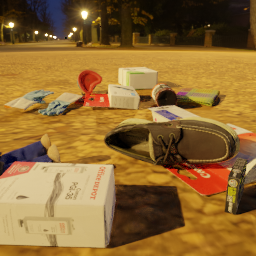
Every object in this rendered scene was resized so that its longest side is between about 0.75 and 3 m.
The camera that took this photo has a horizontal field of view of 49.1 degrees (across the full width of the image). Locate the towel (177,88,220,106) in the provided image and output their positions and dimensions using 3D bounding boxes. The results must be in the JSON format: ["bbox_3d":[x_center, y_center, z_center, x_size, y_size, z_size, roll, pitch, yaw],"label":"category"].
[{"bbox_3d":[3.055,-1.407,12.373,1.746,0.277,2.431,8,21,21],"label":"towel"}]

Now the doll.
[{"bbox_3d":[-2.653,0.793,5.330,2.518,0.610,1.718,-17,32,-26],"label":"doll"}]

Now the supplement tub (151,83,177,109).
[{"bbox_3d":[1.401,-1.303,11.165,0.853,0.853,1.595,-1,19,-3],"label":"supplement tub"}]

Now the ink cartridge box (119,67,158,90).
[{"bbox_3d":[0.495,-2.737,15.246,1.585,0.915,2.179,-5,19,-15],"label":"ink cartridge box"}]

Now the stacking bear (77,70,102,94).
[{"bbox_3d":[-1.894,-2.077,13.083,1.041,0.975,1.715,-49,7,-8],"label":"stacking bear"}]

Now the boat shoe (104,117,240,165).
[{"bbox_3d":[0.766,0.371,5.971,2.981,1.091,0.966,0,19,40],"label":"boat shoe"}]

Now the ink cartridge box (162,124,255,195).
[{"bbox_3d":[1.988,0.542,6.138,2.375,0.595,1.926,-7,19,-24],"label":"ink cartridge box"}]

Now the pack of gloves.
[{"bbox_3d":[-3.174,-0.891,10.901,2.028,0.476,2.413,13,26,10],"label":"pack of gloves"}]

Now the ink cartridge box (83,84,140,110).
[{"bbox_3d":[-0.719,-1.344,11.563,2.111,0.536,2.396,3,18,-8],"label":"ink cartridge box"}]

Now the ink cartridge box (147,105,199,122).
[{"bbox_3d":[1.557,-0.249,8.743,1.079,0.423,2.279,-8,23,-21],"label":"ink cartridge box"}]

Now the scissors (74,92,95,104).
[{"bbox_3d":[-1.841,-1.353,12.470,0.845,0.161,2.309,-1,17,-1],"label":"scissors"}]

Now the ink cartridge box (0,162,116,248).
[{"bbox_3d":[-1.099,1.097,4.275,1.728,0.715,1.266,1,19,2],"label":"ink cartridge box"}]

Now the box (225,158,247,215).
[{"bbox_3d":[1.839,0.965,4.753,0.183,0.664,0.828,8,21,29],"label":"box"}]
